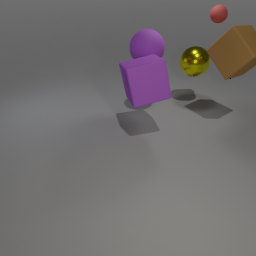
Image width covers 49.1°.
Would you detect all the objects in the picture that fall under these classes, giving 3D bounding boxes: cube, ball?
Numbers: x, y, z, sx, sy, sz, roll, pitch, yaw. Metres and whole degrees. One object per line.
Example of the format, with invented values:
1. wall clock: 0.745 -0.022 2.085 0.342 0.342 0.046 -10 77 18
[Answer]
1. cube: 0.598 -1.734 10.133 1.400 1.400 1.400 -16 25 -6
2. ball: 3.683 -4.617 11.354 0.700 0.700 0.700 0 30 0
3. cube: 4.166 -2.871 10.595 1.400 1.400 1.400 -19 75 -39
4. ball: 0.758 -3.184 11.108 1.400 1.400 1.400 0 30 0
5. ball: 3.093 -3.071 12.981 1.400 1.400 1.400 0 30 0
